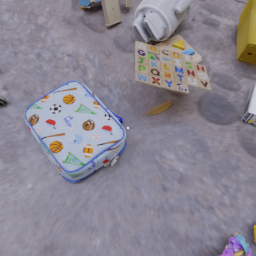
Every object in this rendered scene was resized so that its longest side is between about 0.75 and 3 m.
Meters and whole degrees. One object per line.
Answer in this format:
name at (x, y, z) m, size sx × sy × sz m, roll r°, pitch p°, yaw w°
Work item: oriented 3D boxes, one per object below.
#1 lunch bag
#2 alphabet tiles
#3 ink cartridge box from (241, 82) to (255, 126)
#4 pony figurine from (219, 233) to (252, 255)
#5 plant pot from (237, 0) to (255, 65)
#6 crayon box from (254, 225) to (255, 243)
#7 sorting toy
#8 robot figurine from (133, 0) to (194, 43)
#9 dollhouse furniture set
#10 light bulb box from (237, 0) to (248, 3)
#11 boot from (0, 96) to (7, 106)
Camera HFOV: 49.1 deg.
lunch bag at (-1.335, 0.041, 7.574) m, size 2.138 × 1.008 × 2.668 m, roll -35°, pitch 67°, yaw -19°
alphabet tiles at (1.100, -1.453, 6.906) m, size 1.931 × 0.073 × 1.614 m, roll 11°, pitch 47°, yaw -11°
ink cartridge box at (4.604, -0.408, 8.031) m, size 2.309 × 0.581 × 1.258 m, roll 22°, pitch 65°, yaw 10°
pony figurine at (2.009, 3.535, 5.378) m, size 2.679 × 2.311 × 2.776 m, roll 7°, pitch 54°, yaw -33°
plant pot at (4.405, -2.926, 8.631) m, size 1.927 × 1.927 × 1.700 m, roll 18°, pitch 83°, yaw 9°
crayon box at (4.101, 2.388, 6.029) m, size 1.954 × 0.570 × 1.686 m, roll -21°, pitch 28°, yaw -16°
sorting toy at (1.380, -2.358, 9.205) m, size 1.767 × 0.260 × 1.306 m, roll -27°, pitch 66°, yaw -14°
robot figurine at (1.192, -3.927, 9.324) m, size 2.121 × 1.412 × 2.501 m, roll 8°, pitch 54°, yaw 46°
dollhouse furniture set at (-0.822, -4.412, 10.192) m, size 1.385 × 0.958 × 1.467 m, roll -34°, pitch 39°, yaw -29°
light bulb box at (4.261, -5.306, 10.560) m, size 0.889 × 0.555 × 0.882 m, roll 22°, pitch 65°, yaw 11°
boot at (-4.461, -0.469, 8.106) m, size 1.625 × 0.587 × 1.228 m, roll 8°, pitch 74°, yaw -8°
